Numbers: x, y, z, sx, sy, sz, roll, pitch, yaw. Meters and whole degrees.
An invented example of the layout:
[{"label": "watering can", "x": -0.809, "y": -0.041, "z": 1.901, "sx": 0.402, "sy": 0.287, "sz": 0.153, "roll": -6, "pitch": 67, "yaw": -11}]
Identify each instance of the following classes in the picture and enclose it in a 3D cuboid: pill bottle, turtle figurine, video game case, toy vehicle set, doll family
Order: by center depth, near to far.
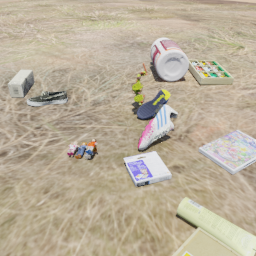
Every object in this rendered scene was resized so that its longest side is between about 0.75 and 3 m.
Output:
[{"label": "toy vehicle set", "x": 1.434, "y": 3.078, "z": 5.776, "sx": 2.030, "sy": 0.269, "sz": 1.262, "roll": -28, "pitch": 42, "yaw": -37}, {"label": "doll family", "x": -1.449, "y": 0.717, "z": 9.411, "sx": 1.152, "sy": 0.519, "sz": 0.715, "roll": -7, "pitch": 36, "yaw": 23}, {"label": "video game case", "x": 3.644, "y": 0.749, "z": 9.522, "sx": 2.032, "sy": 0.183, "sz": 1.455, "roll": -20, "pitch": 37, "yaw": -28}, {"label": "turtle figurine", "x": 0.435, "y": -1.736, "z": 11.701, "sx": 0.595, "sy": 1.847, "sz": 1.490, "roll": 7, "pitch": 20, "yaw": 5}, {"label": "toy vehicle set", "x": 4.393, "y": -3.095, "z": 15.303, "sx": 1.720, "sy": 0.367, "sz": 2.768, "roll": 0, "pitch": 32, "yaw": -6}, {"label": "pill bottle", "x": 2.160, "y": -3.859, "z": 15.361, "sx": 1.695, "sy": 1.695, "sz": 2.969, "roll": -2, "pitch": 33, "yaw": -4}]

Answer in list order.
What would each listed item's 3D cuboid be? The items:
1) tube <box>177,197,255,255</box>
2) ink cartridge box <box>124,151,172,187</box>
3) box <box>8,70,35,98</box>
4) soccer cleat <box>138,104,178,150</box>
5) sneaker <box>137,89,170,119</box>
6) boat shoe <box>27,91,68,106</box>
[{"label": "tube", "x": 2.117, "y": 2.384, "z": 6.749, "sx": 1.945, "sy": 0.505, "sz": 0.564, "roll": 26, "pitch": 79, "yaw": 29}, {"label": "ink cartridge box", "x": 0.575, "y": 1.245, "z": 8.666, "sx": 1.155, "sy": 0.253, "sz": 1.166, "roll": -10, "pitch": 36, "yaw": -16}, {"label": "box", "x": -5.139, "y": -2.175, "z": 13.605, "sx": 0.624, "sy": 0.750, "sz": 1.825, "roll": 1, "pitch": 34, "yaw": 0}, {"label": "soccer cleat", "x": 1.087, "y": 0.027, "z": 9.804, "sx": 0.872, "sy": 0.706, "sz": 2.020, "roll": 29, "pitch": 66, "yaw": 9}, {"label": "sneaker", "x": 1.080, "y": -0.865, "z": 11.724, "sx": 1.743, "sy": 0.717, "sz": 0.644, "roll": -38, "pitch": 74, "yaw": -21}, {"label": "boat shoe", "x": -3.612, "y": -1.386, "z": 12.511, "sx": 1.779, "sy": 0.566, "sz": 0.629, "roll": -7, "pitch": 33, "yaw": -11}]
